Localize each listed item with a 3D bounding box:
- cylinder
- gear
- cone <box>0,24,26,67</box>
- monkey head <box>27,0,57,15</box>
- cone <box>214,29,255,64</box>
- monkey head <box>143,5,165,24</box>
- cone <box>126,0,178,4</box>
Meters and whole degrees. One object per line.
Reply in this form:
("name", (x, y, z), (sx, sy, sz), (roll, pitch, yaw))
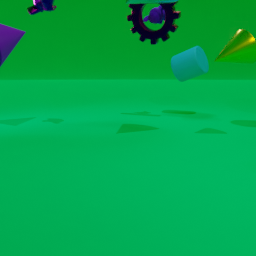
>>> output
("cylinder", (2.505, -2.577, 11.359), (1.129, 1.129, 1.129), (-16, -1, 38))
("gear", (0.863, -3.792, 9.509), (1.795, 1.795, 0.332), (5, 29, 24))
("cone", (-3.788, -2.775, 8.634), (1.597, 1.597, 1.603), (7, 32, 33))
("monkey head", (-2.467, -3.629, 7.813), (0.916, 0.767, 1.274), (-28, 55, -10))
("cone", (2.511, -1.819, 6.898), (0.906, 0.902, 0.902), (-25, 15, -7))
("monkey head", (1.043, -4.115, 9.996), (0.632, 0.755, 1.049), (7, -15, -40))
("cone", (0.379, -3.131, 6.252), (1.404, 1.404, 1.409), (12, 52, 47))
